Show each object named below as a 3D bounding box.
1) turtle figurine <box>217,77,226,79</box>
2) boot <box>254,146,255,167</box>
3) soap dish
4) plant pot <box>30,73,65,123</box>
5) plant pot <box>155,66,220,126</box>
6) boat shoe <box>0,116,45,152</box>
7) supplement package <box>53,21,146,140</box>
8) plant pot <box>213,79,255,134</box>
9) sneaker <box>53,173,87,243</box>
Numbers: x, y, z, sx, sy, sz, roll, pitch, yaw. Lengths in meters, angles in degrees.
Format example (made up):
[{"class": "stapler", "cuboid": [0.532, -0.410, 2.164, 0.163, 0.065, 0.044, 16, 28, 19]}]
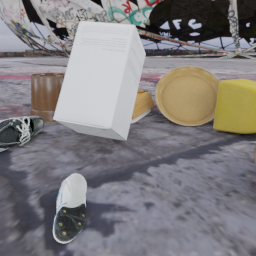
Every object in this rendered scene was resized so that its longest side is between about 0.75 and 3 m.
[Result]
[{"class": "turtle figurine", "cuboid": [2.507, -1.366, 11.160, 1.879, 1.937, 1.394, 37, -11, 25]}, {"class": "boot", "cuboid": [3.642, 0.449, 5.121, 2.170, 1.042, 2.968, -21, -4, 30]}, {"class": "soap dish", "cuboid": [-0.137, -0.921, 10.852, 1.761, 0.909, 2.238, 8, 19, 22]}, {"class": "plant pot", "cuboid": [-2.913, -1.195, 10.521, 1.667, 1.651, 1.667, 0, 17, 0]}, {"class": "plant pot", "cuboid": [2.206, -1.143, 10.133, 2.455, 2.455, 0.337, 2, -22, 7]}, {"class": "boat shoe", "cuboid": [-3.042, 0.089, 7.818, 0.765, 0.827, 2.239, -10, 6, 13]}, {"class": "supplement package", "cuboid": [-0.682, -1.247, 7.845, 1.653, 2.818, 1.647, 10, -11, 15]}, {"class": "plant pot", "cuboid": [3.863, -0.626, 8.704, 1.591, 1.580, 1.627, -12, 21, -40]}, {"class": "sneaker", "cuboid": [-0.965, 1.334, 4.623, 0.504, 0.508, 1.401, 28, 25, -15]}]
